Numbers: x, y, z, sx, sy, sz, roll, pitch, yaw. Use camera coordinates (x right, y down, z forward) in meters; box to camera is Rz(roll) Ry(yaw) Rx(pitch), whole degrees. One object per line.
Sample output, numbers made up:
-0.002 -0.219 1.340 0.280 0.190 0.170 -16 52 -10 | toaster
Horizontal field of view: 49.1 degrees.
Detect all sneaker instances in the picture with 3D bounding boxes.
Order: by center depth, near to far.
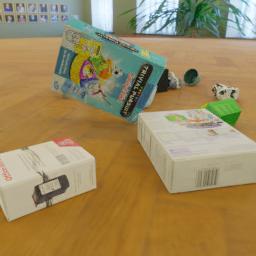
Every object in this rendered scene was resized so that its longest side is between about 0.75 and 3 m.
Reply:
3.945 -1.518 12.005 1.039 0.637 1.597 19 29 41 | sneaker
2.063 -2.408 14.196 0.740 0.669 1.737 -9 23 -10 | sneaker

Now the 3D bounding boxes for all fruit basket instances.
2.926 -0.563 9.433 1.355 0.977 1.355 7 37 -5 | fruit basket

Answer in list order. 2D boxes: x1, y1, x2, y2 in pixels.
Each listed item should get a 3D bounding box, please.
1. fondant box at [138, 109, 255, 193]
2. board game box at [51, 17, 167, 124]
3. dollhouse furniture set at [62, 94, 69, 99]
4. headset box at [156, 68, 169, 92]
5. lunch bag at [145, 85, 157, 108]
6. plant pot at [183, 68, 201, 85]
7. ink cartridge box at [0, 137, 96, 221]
1.584 0.378 7.067 2.101 0.848 2.912 -4 24 -11 | fondant box
-0.655 -1.635 8.517 2.958 2.233 0.694 22 39 -6 | board game box
-2.523 -1.924 12.805 1.096 1.090 1.555 -5 47 -15 | dollhouse furniture set
0.667 -2.487 13.732 2.093 1.115 2.404 -4 23 -11 | headset box
-0.225 -1.631 11.495 2.658 1.025 2.132 3 38 14 | lunch bag
3.389 -2.569 14.478 0.579 0.864 0.864 17 6 -43 | plant pot
-1.778 0.936 5.781 1.835 0.774 1.328 -15 27 -32 | ink cartridge box
